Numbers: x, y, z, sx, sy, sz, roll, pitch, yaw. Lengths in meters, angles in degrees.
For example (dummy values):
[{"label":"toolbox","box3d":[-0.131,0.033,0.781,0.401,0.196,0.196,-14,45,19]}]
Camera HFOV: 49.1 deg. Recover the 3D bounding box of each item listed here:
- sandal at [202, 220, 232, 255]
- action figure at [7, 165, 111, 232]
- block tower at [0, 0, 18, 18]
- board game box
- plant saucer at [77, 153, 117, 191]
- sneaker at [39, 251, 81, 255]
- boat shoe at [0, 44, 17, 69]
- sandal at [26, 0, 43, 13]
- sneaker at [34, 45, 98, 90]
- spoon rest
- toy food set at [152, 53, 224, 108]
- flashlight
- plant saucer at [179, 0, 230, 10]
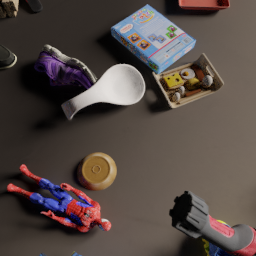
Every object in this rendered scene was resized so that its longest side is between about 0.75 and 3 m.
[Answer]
[{"label":"sandal","box3d":[2.434,3.524,6.605,1.051,1.151,2.644,-8,67,-6]},{"label":"action figure","box3d":[-1.800,2.009,7.560,2.976,0.769,0.973,25,65,8]},{"label":"block tower","box3d":[-5.549,-4.619,10.564,2.702,0.730,0.781,-5,64,-2]},{"label":"board game box","box3d":[0.883,-3.249,10.055,1.848,0.447,2.443,-39,70,-17]},{"label":"plant saucer","box3d":[-0.915,1.228,8.163,1.158,0.205,1.158,0,65,0]},{"label":"sneaker","box3d":[-0.944,3.599,6.669,2.773,0.914,1.087,6,68,4]},{"label":"boat shoe","box3d":[-5.091,-2.797,9.718,2.531,0.793,0.926,24,67,9]},{"label":"sandal","box3d":[-3.835,-5.159,11.080,0.584,0.350,1.554,-26,82,-6]},{"label":"sneaker","box3d":[-1.987,-1.717,9.261,2.638,1.064,1.101,30,84,22]},{"label":"spoon rest","box3d":[-0.680,-1.085,8.707,2.750,0.834,1.366,-28,89,-18]},{"label":"toy food set","box3d":[1.955,-1.612,9.252,1.963,0.593,1.409,-21,67,-9]},{"label":"flashlight","box3d":[1.372,1.473,4.154,1.698,0.575,0.577,36,109,-22]},{"label":"plant saucer","box3d":[2.934,-5.388,11.130,1.936,0.356,1.940,2,65,1]}]
